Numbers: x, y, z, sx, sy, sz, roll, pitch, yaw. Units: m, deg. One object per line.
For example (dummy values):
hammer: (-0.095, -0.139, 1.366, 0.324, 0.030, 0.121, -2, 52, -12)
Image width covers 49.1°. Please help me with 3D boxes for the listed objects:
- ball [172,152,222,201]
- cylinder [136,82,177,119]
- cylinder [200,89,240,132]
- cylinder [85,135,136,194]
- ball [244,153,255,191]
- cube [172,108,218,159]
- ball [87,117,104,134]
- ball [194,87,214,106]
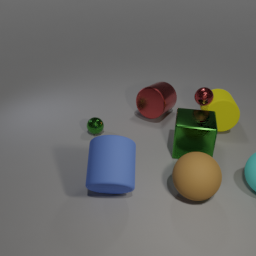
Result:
ball: (1.995, 1.394, 8.146, 1.400, 1.400, 1.400, 0, 31, 0)
cylinder: (1.280, -1.263, 12.495, 1.400, 1.400, 1.400, 17, 26, 26)
cylinder: (3.787, -0.765, 11.668, 1.400, 1.400, 1.400, 4, 26, 6)
cylinder: (-0.483, 1.098, 8.231, 1.400, 1.400, 1.400, 1, 66, 2)
ball: (4.203, 1.321, 8.286, 1.400, 1.400, 1.400, 0, 31, 0)
cube: (2.401, 0.236, 10.199, 1.400, 1.400, 1.400, 6, 31, 10)
ball: (-1.330, -0.093, 11.399, 0.700, 0.700, 0.700, 0, 31, 0)
ball: (2.845, -1.175, 10.477, 0.700, 0.700, 0.700, 0, 31, 0)
